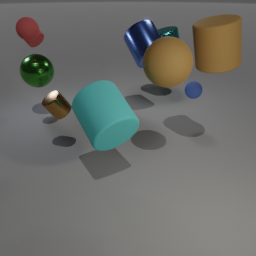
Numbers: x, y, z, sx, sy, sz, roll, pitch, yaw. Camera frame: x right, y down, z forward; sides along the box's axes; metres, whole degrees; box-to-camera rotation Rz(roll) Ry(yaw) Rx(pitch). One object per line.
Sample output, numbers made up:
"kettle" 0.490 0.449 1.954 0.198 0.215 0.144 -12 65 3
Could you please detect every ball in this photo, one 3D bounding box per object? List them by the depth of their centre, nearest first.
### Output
"ball" 1.114 -1.837 7.873 1.400 1.400 1.400 0 28 0
"ball" -3.144 -3.101 8.770 0.700 0.700 0.700 0 28 0
"ball" 2.630 -1.522 11.241 0.700 0.700 0.700 0 28 0
"ball" -3.859 -2.426 11.903 1.400 1.400 1.400 0 28 0

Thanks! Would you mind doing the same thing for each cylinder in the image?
"cylinder" -0.624 -0.331 7.666 1.400 1.400 1.400 -17 60 -29
"cylinder" 2.746 -2.596 8.628 1.400 1.400 1.400 -10 31 6
"cylinder" -2.332 -0.750 9.190 0.700 0.700 0.700 -22 40 19
"cylinder" -3.693 -3.573 10.682 0.700 0.700 0.700 48 41 4
"cylinder" 0.726 -3.451 11.589 1.400 1.400 1.400 -18 75 -31
"cylinder" 1.854 -4.025 13.621 1.400 1.400 1.400 -14 30 8
